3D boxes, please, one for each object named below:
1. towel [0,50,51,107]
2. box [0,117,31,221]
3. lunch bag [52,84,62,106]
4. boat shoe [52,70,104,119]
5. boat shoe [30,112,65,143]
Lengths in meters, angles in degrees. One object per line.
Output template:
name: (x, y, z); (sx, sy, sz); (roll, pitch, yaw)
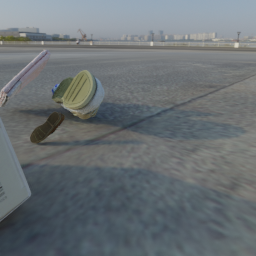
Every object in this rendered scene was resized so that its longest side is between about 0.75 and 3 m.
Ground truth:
towel: (-3.144, -1.429, 8.436); (1.805, 0.305, 1.889); (-53, 18, -23)
box: (-2.781, 0.342, 3.746); (2.853, 1.355, 1.109); (14, 37, 33)
lunch bag: (-2.325, -1.163, 9.657); (0.346, 0.674, 0.839); (-29, 21, 2)
boat shoe: (-1.183, -0.825, 7.556); (0.994, 1.086, 2.907); (34, -6, -27)
boat shoe: (-1.748, 0.025, 6.171); (0.911, 0.328, 0.310); (-39, -15, 10)
